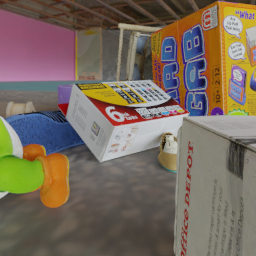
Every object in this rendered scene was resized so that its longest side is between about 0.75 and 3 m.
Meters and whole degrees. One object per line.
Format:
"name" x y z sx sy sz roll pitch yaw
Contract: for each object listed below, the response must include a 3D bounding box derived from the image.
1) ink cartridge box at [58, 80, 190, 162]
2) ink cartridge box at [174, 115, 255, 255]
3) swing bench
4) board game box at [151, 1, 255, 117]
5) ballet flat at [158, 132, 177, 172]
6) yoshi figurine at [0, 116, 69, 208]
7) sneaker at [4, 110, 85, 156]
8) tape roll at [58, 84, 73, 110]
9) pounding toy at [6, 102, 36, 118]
"ink cartridge box" -0.142 -0.434 6.457 2.291 0.961 2.011 -11 45 -41
"ink cartridge box" 0.985 0.759 1.595 0.803 1.421 1.936 -3 13 -10
"swing bench" 0.728 -2.473 10.096 2.221 2.209 1.441 7 18 4
"board game box" 2.614 -1.434 7.717 2.848 2.846 2.846 -6 5 -25
"ballet flat" 0.834 0.414 5.575 0.516 0.474 1.503 0 12 -1
"yoshi figurine" -1.998 0.752 3.144 2.504 1.408 1.402 8 44 -45
"sneaker" -1.858 0.063 6.415 1.038 0.934 2.664 7 7 40
"tape roll" -1.410 -1.158 11.370 2.785 1.183 2.785 1 11 0
"pounding toy" -2.751 -0.143 6.836 1.052 1.048 1.833 0 12 -2
